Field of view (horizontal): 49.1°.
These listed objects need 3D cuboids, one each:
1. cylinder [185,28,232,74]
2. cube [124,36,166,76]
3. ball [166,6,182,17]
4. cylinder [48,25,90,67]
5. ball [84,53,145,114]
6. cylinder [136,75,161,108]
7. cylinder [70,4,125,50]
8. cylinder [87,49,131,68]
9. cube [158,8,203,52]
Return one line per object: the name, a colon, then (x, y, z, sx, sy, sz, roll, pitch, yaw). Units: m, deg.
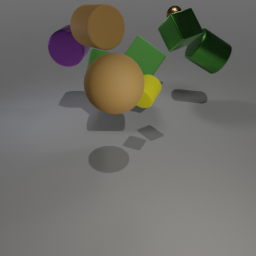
cylinder: (3.365, -3.227, 11.827, 1.400, 1.400, 1.400, 27, 26, -15)
cube: (0.518, -2.670, 11.607, 1.400, 1.400, 1.400, 35, -2, -3)
ball: (2.034, -4.973, 12.246, 0.700, 0.700, 0.700, 0, 30, 0)
cylinder: (-2.304, -3.301, 11.161, 1.400, 1.400, 1.400, 2, 28, 3)
ball: (-0.318, -1.019, 6.493, 1.400, 1.400, 1.400, 0, 30, 0)
cylinder: (0.514, -1.052, 8.037, 0.700, 0.700, 0.700, 15, 51, 24)
cylinder: (-1.054, -3.452, 9.547, 1.400, 1.400, 1.400, -19, 30, -29)
cylinder: (-0.670, -1.836, 9.498, 1.400, 1.400, 1.400, 10, 28, -13)
cube: (1.319, -2.471, 7.097, 0.700, 0.700, 0.700, -26, -1, -23)
